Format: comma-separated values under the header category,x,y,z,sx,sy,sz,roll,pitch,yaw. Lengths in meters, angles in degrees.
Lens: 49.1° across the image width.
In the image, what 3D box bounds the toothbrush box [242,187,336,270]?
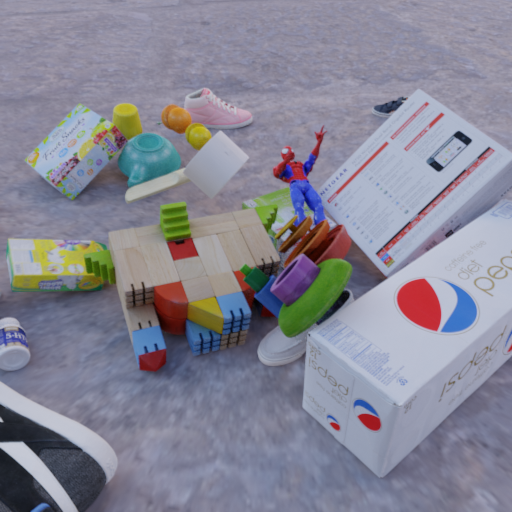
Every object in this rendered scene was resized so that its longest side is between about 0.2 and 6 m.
category,x,y,z,sx,sy,sz,roll,pitch,yaw
toothbrush box,0.587,-0.556,10.599,1.121,0.663,1.539,-21,45,-25

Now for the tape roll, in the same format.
category,x,y,z,sx,sy,sz,roll,pitch,yaw
tape roll,-0.750,-1.692,10.480,0.741,1.080,1.080,43,44,-8

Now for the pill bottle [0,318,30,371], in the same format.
category,x,y,z,sx,sy,sz,roll,pitch,yaw
pill bottle,-3.702,1.305,8.434,0.463,0.463,0.774,-17,41,-20

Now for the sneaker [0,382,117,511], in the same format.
category,x,y,z,sx,sy,sz,roll,pitch,yaw
sneaker,-3.450,2.394,6.482,3.241,1.184,1.813,16,40,18

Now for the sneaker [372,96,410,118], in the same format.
category,x,y,z,sx,sy,sz,roll,pitch,yaw
sneaker,3.832,-4.012,15.039,1.385,0.550,0.543,9,41,14

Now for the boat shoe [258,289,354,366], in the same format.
category,x,y,z,sx,sy,sz,roll,pitch,yaw
boat shoe,0.778,1.047,8.505,1.731,0.593,0.623,-24,51,-12

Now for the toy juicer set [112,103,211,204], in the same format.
category,x,y,z,sx,sy,sz,roll,pitch,yaw
toy juicer set,-1.992,-2.199,12.471,2.158,0.923,3.392,-8,48,-14

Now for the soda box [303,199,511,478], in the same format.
category,x,y,z,sx,sy,sz,roll,pitch,yaw
soda box,2.812,0.910,8.019,4.647,1.583,1.479,-28,46,-30

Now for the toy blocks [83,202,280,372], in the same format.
category,x,y,z,sx,sy,sz,roll,pitch,yaw
toy blocks,-0.833,0.491,8.820,3.301,1.650,2.257,-11,52,-19

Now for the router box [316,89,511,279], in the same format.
category,x,y,z,sx,sy,sz,roll,pitch,yaw
router box,2.726,-1.234,9.866,2.761,0.674,2.478,-45,48,13

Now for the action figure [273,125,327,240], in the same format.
category,x,y,z,sx,sy,sz,roll,pitch,yaw
action figure,0.916,-1.382,9.995,0.837,1.269,2.565,-1,44,-18

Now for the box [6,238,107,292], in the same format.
category,x,y,z,sx,sy,sz,roll,pitch,yaw
box,-3.313,0.149,9.581,1.688,0.408,0.990,0,40,-30

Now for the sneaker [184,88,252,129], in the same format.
category,x,y,z,sx,sy,sz,roll,pitch,yaw
sneaker,-0.996,-3.835,14.502,1.810,0.946,0.681,-1,37,-3

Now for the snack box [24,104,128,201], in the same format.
category,x,y,z,sx,sy,sz,roll,pitch,yaw
snack box,-3.941,-2.296,12.231,1.523,0.611,1.806,35,79,35

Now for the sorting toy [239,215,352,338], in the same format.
category,x,y,z,sx,sy,sz,roll,pitch,yaw
sorting toy,0.516,0.146,7.883,1.026,1.502,2.500,41,23,-5
